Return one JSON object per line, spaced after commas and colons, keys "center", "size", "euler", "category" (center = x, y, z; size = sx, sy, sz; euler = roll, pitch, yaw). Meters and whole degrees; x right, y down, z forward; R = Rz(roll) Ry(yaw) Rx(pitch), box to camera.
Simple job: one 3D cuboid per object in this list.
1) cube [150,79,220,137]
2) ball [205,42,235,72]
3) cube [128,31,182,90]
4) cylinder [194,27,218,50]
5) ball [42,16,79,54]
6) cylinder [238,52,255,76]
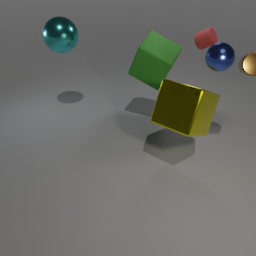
{"center": [1.787, -0.615, 8.738], "size": [1.400, 1.400, 1.400], "euler": [23, 13, 35], "category": "cube"}
{"center": [2.256, -1.739, 6.872], "size": [0.700, 0.700, 0.700], "euler": [0, 31, 0], "category": "ball"}
{"center": [1.056, -2.649, 11.017], "size": [1.400, 1.400, 1.400], "euler": [29, 51, 1], "category": "cube"}
{"center": [3.194, -3.667, 11.493], "size": [0.700, 0.700, 0.700], "euler": [-14, 16, 43], "category": "cylinder"}
{"center": [-2.678, -3.692, 11.156], "size": [1.400, 1.400, 1.400], "euler": [0, 31, 0], "category": "ball"}
{"center": [3.843, -1.971, 8.664], "size": [0.700, 0.700, 0.700], "euler": [7, 12, 11], "category": "cylinder"}
